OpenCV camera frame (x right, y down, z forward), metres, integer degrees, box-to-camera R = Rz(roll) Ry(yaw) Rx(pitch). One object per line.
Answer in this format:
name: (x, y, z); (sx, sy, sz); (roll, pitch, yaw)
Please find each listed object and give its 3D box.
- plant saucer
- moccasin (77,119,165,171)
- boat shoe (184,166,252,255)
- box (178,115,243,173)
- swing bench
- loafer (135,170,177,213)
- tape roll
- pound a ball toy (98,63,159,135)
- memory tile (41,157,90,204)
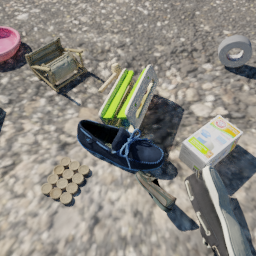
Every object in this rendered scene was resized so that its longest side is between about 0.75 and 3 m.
plant saucer: (-5.336, -3.320, 11.294); (2.060, 0.522, 2.060); (0, 53, 0)
moccasin: (-0.292, 0.492, 8.017); (2.735, 0.932, 1.100); (13, 53, 10)
boat shoe: (2.087, 2.321, 6.620); (0.856, 1.048, 2.836); (-31, 59, 29)
box: (2.367, 0.497, 8.082); (1.620, 0.821, 0.911); (-33, 60, -23)
swing bench: (-2.610, -2.379, 10.289); (1.542, 1.000, 1.534); (34, 59, 30)
loafer: (0.740, 1.538, 7.317); (0.458, 0.523, 1.456); (-56, 47, 14)
tape roll: (4.009, -2.859, 10.502); (1.188, 1.188, 0.392); (6, 52, 5)
pound a ball toy: (-0.075, -1.021, 9.295); (1.762, 1.148, 2.702); (-2, 47, 32)
memory tile: (-1.742, 1.433, 7.811); (0.972, 0.106, 1.268); (20, 55, 15)
